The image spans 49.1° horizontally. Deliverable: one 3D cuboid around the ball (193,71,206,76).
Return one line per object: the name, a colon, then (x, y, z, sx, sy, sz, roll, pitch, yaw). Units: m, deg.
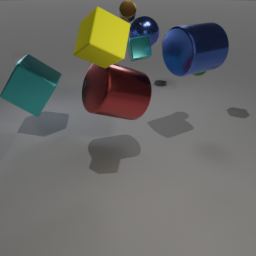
ball: (2.510, -2.214, 9.993, 0.700, 0.700, 0.700, 0, 28, 0)

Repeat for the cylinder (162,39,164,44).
cylinder: (2.034, -4.173, 13.858, 0.700, 0.700, 0.700, 5, 18, 8)

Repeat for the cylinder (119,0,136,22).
cylinder: (-0.010, -4.933, 11.868, 0.700, 0.700, 0.700, 0, 5, 0)

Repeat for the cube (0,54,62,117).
cube: (-3.353, -1.515, 9.851, 1.400, 1.400, 1.400, 30, 20, -18)

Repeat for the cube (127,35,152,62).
cube: (0.394, -2.802, 9.905, 0.700, 0.700, 0.700, -12, 7, -6)

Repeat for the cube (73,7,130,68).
cube: (-0.479, -1.602, 5.084, 0.700, 0.700, 0.700, 17, -14, -32)

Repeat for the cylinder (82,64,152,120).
cylinder: (-0.320, -0.989, 7.588, 1.400, 1.400, 1.400, 9, 19, -36)

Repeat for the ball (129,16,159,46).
ball: (0.745, -4.413, 12.926, 1.400, 1.400, 1.400, 0, 28, 0)

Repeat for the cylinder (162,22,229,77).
cylinder: (1.973, -2.332, 8.293, 1.400, 1.400, 1.400, -17, 32, -28)
